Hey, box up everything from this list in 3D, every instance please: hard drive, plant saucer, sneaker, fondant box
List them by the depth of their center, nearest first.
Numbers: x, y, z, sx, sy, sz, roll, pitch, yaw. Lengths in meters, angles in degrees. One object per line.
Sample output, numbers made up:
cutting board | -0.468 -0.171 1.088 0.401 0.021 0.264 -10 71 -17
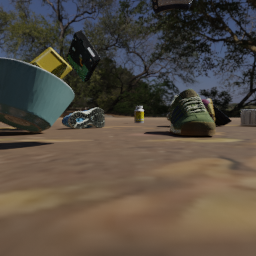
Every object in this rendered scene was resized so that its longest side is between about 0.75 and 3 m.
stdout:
sneaker | 0.322 -2.354 4.284 1.662 0.902 0.582 28 43 19
sneaker | 1.253 -0.358 5.900 0.710 0.951 2.119 0 3 -2
hard drive | -1.313 -2.021 8.104 0.266 0.981 1.404 -33 -3 -28
sneaker | -1.327 -0.290 8.499 0.712 0.620 1.583 -2 0 38
plant saucer | -2.357 -1.924 8.623 0.982 0.983 0.238 -51 11 -27
sneaker | 2.022 -0.407 9.371 1.112 0.925 2.469 -9 -3 -5
fondant box | 5.411 -0.374 9.985 1.552 0.626 2.151 -2 4 -37
hard drive | 2.944 -0.463 10.115 1.027 0.322 1.522 38 -4 -12

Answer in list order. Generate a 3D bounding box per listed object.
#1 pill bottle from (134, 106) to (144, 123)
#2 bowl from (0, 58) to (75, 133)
pill bottle | 0.552 -0.667 14.020 0.474 0.843 0.474 0 3 0
bowl | -2.194 -0.547 5.943 1.900 0.994 1.900 13 -17 4
